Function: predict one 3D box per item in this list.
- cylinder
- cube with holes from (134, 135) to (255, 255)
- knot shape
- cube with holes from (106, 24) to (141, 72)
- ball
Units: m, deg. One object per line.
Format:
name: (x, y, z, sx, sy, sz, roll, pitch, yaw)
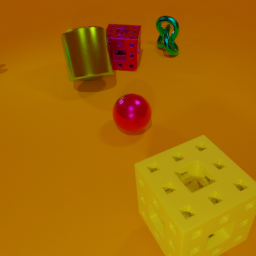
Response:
cylinder: (-1.221, -2.189, 8.494, 1.387, 1.387, 1.387, -10, 6, 1)
cube with holes: (1.049, 1.222, 4.578, 1.352, 1.352, 1.352, -21, 42, -17)
knot shape: (1.446, -3.450, 10.512, 0.678, 1.467, 1.373, -17, 20, -5)
cube with holes: (-0.186, -2.800, 9.731, 1.158, 1.158, 1.158, 5, 42, 6)
ball: (0.104, -0.381, 7.183, 1.006, 1.006, 1.006, 0, 42, 0)
